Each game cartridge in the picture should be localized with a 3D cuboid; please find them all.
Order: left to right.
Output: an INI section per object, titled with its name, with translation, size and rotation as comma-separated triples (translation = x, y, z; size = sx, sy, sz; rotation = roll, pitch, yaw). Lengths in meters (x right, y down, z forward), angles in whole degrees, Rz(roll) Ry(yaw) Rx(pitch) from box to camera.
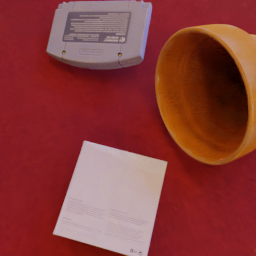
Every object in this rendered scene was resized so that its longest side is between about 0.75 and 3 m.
[game cartridge]
translation = -0.826, -2.547, 7.679
size = 2.776, 0.577, 1.849
rotation = 7, 85, 17

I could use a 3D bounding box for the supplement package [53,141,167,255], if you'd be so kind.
[supplement package]
translation = -0.304, 1.563, 6.105
size = 1.838, 1.413, 1.922
rotation = 14, 71, 4

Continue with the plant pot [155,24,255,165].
[plant pot]
translation = 2.509, -0.954, 6.399
size = 2.647, 2.891, 2.891
rotation = -18, 70, -24
